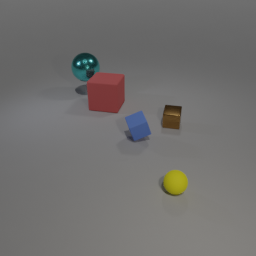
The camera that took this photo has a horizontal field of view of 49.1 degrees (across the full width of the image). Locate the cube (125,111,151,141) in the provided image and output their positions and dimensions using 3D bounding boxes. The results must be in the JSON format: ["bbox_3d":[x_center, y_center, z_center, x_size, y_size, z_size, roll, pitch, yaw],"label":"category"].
[{"bbox_3d":[0.376,-0.087,10.456,0.700,0.700,0.700,-22,42,2],"label":"cube"}]

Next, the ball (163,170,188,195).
[{"bbox_3d":[1.369,1.559,8.064,0.700,0.700,0.700,0,30,0],"label":"ball"}]

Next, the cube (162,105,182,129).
[{"bbox_3d":[1.812,-0.455,11.496,0.700,0.700,0.700,7,40,12],"label":"cube"}]

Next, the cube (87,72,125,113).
[{"bbox_3d":[-0.986,-1.669,13.007,1.400,1.400,1.400,7,30,11],"label":"cube"}]

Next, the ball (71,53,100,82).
[{"bbox_3d":[-2.087,-2.993,13.794,1.400,1.400,1.400,0,30,0],"label":"ball"}]
